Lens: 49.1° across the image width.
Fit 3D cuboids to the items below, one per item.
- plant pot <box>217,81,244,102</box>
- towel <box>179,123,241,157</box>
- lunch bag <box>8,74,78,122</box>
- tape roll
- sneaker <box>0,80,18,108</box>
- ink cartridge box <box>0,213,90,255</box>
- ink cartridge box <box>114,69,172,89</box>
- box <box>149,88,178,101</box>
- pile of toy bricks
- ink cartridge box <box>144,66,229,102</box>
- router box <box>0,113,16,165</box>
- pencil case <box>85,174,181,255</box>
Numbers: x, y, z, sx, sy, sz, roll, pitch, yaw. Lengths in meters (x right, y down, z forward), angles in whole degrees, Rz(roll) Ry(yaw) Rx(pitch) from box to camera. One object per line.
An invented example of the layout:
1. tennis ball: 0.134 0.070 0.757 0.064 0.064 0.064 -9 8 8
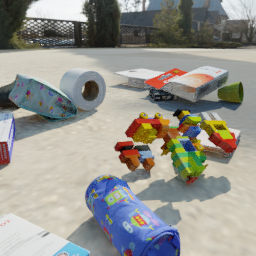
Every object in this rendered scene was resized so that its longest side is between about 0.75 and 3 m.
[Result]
1. plant pot: 4.353 -1.501 11.983 0.937 0.877 0.877 -1 15 36
2. towel: 2.172 0.269 7.683 1.547 0.261 1.620 12 23 29
3. lunch bag: -2.882 -0.981 9.707 1.985 1.210 1.691 22 2 -39
4. tape roll: -1.735 -1.509 10.802 1.524 1.524 1.046 -16 24 -38
5. sneaker: -4.940 -1.506 11.716 1.207 1.010 2.659 -9 19 -6
6. ink cartridge box: -1.280 1.668 3.180 1.415 0.608 1.036 10 21 30
7. ink cartridge box: 0.885 -2.871 16.012 2.314 0.587 2.626 18 26 38
8. box: 1.586 -1.536 12.716 1.070 0.291 1.336 -3 20 -8
9. pile of toy bricks: 1.119 0.530 5.871 2.703 1.499 1.334 -1 50 -38
10. ink cartridge box: 2.579 -2.310 12.654 2.423 0.749 2.988 -29 43 -33
11. router box: -4.082 0.289 7.098 2.167 0.590 2.415 -6 20 -17
12. pencil case: 0.020 1.313 4.015 0.778 0.699 1.791 -35 32 -17
